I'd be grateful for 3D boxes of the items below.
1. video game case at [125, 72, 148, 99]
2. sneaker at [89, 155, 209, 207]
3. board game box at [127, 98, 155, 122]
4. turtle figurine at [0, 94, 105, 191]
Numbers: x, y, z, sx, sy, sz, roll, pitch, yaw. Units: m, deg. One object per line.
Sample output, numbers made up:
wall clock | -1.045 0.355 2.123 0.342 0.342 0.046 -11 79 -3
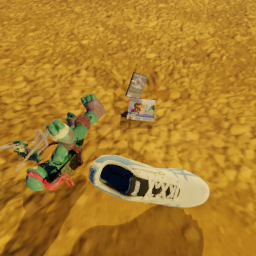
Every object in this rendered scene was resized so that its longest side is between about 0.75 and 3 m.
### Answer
video game case | 0.262 -1.289 8.647 0.562 0.787 0.075 10 15 -39
sneaker | 0.425 1.163 5.591 2.489 0.894 0.902 13 14 -2
board game box | 0.401 -0.552 8.342 0.800 0.165 0.798 6 46 2
turtle figurine | -1.655 0.413 6.273 2.167 1.457 2.895 -17 23 34
